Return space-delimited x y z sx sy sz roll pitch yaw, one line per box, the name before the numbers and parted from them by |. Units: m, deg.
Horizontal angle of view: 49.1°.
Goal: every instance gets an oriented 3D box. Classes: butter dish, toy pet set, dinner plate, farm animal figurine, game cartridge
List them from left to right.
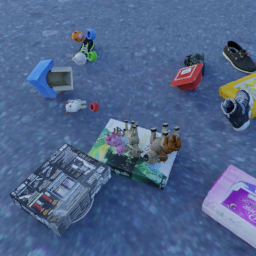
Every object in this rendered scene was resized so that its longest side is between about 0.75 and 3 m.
toy pet set | -2.601 -2.109 10.738 1.590 2.995 2.796 -11 15 -40
dinner plate | -1.858 2.143 8.385 1.681 0.204 1.681 0 45 0
farm animal figurine | 0.465 0.565 8.672 2.254 1.133 1.820 4 20 6
butter dish | 2.666 -2.019 12.008 1.251 0.925 1.248 -6 43 46
game cartridge | 5.267 -1.432 11.816 2.244 0.364 1.978 -22 49 -21

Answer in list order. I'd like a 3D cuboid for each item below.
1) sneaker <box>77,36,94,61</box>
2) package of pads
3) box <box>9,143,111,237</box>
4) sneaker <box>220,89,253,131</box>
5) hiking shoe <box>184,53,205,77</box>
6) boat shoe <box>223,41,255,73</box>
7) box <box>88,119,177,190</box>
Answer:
sneaker | -2.179 -4.070 14.080 0.662 0.765 1.847 6 46 6
package of pads | 3.510 2.331 7.641 2.598 0.983 1.565 32 54 28
box | -1.919 1.681 8.301 1.852 0.584 2.349 24 51 23
sneaker | 4.032 -0.908 10.382 0.722 1.089 1.913 -21 41 45
hiking shoe | 3.094 -2.924 13.115 0.943 0.710 1.874 1 36 13
boat shoe | 5.399 -3.435 13.534 0.821 0.703 2.243 -13 48 -14
box | 0.234 0.793 9.489 2.698 0.490 1.947 16 48 14
